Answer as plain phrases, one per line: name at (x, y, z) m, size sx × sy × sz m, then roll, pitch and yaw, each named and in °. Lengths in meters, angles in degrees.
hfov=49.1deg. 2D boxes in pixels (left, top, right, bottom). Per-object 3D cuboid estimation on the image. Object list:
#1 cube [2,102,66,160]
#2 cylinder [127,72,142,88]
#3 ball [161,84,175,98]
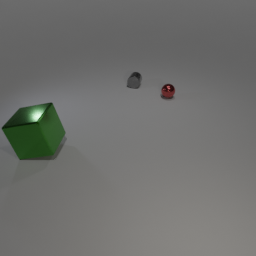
cube at (-3.293, 0.101, 10.013) m, size 1.400 × 1.400 × 1.400 m, roll -8°, pitch 32°, yaw 14°
cylinder at (0.368, -2.606, 15.245) m, size 0.700 × 0.700 × 0.700 m, roll 7°, pitch 33°, yaw 11°
ball at (2.012, -1.865, 14.010) m, size 0.700 × 0.700 × 0.700 m, roll 0°, pitch 32°, yaw 0°
